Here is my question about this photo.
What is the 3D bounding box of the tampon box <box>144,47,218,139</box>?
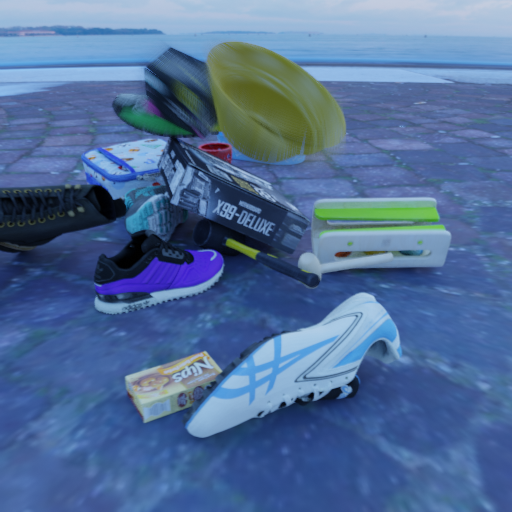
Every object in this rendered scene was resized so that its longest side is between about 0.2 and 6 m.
[{"bbox_3d":[-1.104,-2.586,8.899,1.136,0.851,0.717,28,57,13],"label":"tampon box"}]

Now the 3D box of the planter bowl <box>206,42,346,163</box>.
[{"bbox_3d":[0.131,-2.033,8.158,2.219,0.924,2.219,19,43,-19],"label":"planter bowl"}]

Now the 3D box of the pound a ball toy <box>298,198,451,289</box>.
[{"bbox_3d":[1.714,-0.061,8.526,2.289,0.972,1.492,-2,43,-1],"label":"pound a ball toy"}]

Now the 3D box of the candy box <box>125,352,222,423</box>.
[{"bbox_3d":[-0.840,1.367,5.927,0.942,0.260,0.544,-13,27,-26],"label":"candy box"}]

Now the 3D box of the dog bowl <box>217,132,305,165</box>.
[{"bbox_3d":[0.164,-3.013,15.261,2.701,0.670,1.505,14,28,27],"label":"dog bowl"}]

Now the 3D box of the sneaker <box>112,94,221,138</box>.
[{"bbox_3d":[-1.026,-2.851,10.142,3.099,1.320,1.209,-7,18,-13],"label":"sneaker"}]

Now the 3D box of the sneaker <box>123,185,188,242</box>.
[{"bbox_3d":[-1.980,-0.775,10.017,1.094,0.931,2.399,4,15,8],"label":"sneaker"}]

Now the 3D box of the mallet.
[{"bbox_3d":[0.086,0.008,8.441,2.500,0.514,0.823,24,6,40],"label":"mallet"}]

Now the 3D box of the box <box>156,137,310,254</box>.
[{"bbox_3d":[-0.518,-1.142,9.771,2.191,0.691,2.778,22,14,-21],"label":"box"}]

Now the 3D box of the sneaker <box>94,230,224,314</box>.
[{"bbox_3d":[-1.322,0.079,7.902,2.012,1.001,0.700,-18,29,-33],"label":"sneaker"}]

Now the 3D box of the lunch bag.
[{"bbox_3d":[-2.579,-1.800,12.171,2.148,1.013,2.680,-16,27,-28],"label":"lunch bag"}]

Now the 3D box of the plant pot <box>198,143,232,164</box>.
[{"bbox_3d":[-0.987,-2.303,13.577,0.807,0.735,0.807,0,23,0],"label":"plant pot"}]

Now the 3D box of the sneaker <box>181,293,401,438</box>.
[{"bbox_3d":[0.459,1.195,5.685,2.543,0.914,0.922,-23,69,-26],"label":"sneaker"}]

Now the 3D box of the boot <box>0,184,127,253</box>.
[{"bbox_3d":[-3.418,-0.753,8.058,2.028,1.136,2.932,-12,-1,13],"label":"boot"}]
